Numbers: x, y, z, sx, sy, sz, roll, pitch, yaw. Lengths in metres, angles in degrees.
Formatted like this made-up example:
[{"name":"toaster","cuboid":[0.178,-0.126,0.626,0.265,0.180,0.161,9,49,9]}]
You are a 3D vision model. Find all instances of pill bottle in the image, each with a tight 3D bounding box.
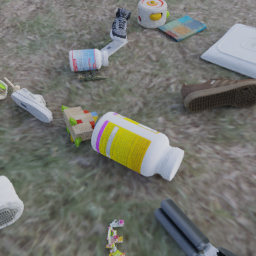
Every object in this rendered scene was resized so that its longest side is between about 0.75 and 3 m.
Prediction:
[{"name":"pill bottle","cuboid":[-1.368,-2.393,9.835,1.306,0.710,0.710,-6,49,-4]},{"name":"pill bottle","cuboid":[0.243,0.483,7.039,2.171,1.132,1.132,25,53,20]}]

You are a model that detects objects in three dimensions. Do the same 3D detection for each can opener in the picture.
[{"name":"can opener","cuboid":[1.464,2.402,5.847,2.203,0.580,0.732,42,26,29]}]

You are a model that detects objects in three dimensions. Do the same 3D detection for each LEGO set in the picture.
[{"name":"LEGO set","cuboid":[-0.204,2.429,5.818,0.499,0.404,1.085,-13,50,-11]}]

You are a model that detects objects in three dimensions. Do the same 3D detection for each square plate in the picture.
[{"name":"square plate","cuboid":[4.679,-2.949,10.396,2.866,0.411,2.893,30,57,28]}]

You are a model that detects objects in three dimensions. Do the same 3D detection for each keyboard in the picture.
[{"name":"keyboard","cuboid":[-0.679,-3.062,10.840,0.479,0.091,1.703,28,54,24]}]

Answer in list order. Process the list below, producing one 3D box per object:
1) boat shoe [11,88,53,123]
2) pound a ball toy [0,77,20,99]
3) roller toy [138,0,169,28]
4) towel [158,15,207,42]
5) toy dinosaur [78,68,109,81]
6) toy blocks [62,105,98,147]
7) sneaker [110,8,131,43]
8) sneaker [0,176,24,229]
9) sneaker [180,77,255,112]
[{"name":"boat shoe","cuboid":[-2.806,-0.742,8.498,1.730,0.622,0.568,26,58,31]},{"name":"pound a ball toy","cuboid":[-4.283,-1.314,9.092,1.363,0.579,0.889,32,30,25]},{"name":"roller toy","cuboid":[1.014,-4.928,11.897,1.232,0.944,1.351,24,53,19]},{"name":"towel","cuboid":[2.292,-4.225,11.791,1.729,0.188,1.268,-30,54,-23]},{"name":"toy dinosaur","cuboid":[-1.200,-1.824,9.657,1.059,0.251,0.467,-5,64,-5]},{"name":"toy blocks","cuboid":[-1.243,-0.157,8.018,0.928,0.679,1.358,-13,50,-26]},{"name":"sneaker","cuboid":[-0.266,-3.992,10.706,0.638,0.961,1.689,12,41,-15]},{"name":"sneaker","cuboid":[-3.717,1.842,6.083,2.613,1.018,1.298,-16,44,-25]},{"name":"sneaker","cuboid":[2.989,-1.238,8.656,2.766,0.974,1.045,-7,47,-7]}]
